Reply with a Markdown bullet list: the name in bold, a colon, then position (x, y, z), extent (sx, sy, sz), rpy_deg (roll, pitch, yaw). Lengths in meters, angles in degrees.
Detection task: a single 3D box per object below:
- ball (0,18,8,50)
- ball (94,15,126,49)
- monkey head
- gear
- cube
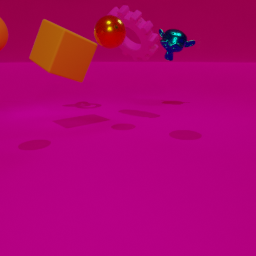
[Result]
- **ball**: position (-2.729, -1.827, 5.354), extent (0.806, 0.806, 0.806), rpy_deg (0, 15, 0)
- **ball**: position (-0.452, -2.418, 7.079), extent (0.810, 0.810, 0.810), rpy_deg (0, 15, 0)
- **monkey head**: position (1.914, -3.529, 11.818), extent (1.673, 1.203, 1.008), rpy_deg (24, 59, 13)
- **gear**: position (0.100, -3.015, 9.092), extent (1.899, 1.899, 0.351), rpy_deg (15, 61, 45)
- **cube**: position (-1.913, -2.253, 8.276), extent (1.246, 1.246, 1.246), rpy_deg (35, 16, 38)
